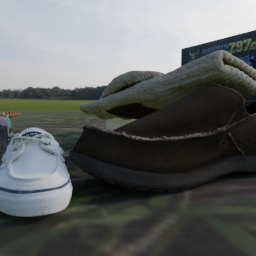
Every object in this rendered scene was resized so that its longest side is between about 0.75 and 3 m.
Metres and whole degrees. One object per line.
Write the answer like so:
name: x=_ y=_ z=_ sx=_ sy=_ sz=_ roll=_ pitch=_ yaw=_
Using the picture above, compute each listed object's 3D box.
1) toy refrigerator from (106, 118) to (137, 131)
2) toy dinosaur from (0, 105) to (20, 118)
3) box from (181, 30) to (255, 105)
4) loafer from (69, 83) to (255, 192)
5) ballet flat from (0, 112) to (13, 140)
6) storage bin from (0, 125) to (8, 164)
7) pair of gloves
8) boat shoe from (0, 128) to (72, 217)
toy refrigerator: x=0.279 y=-0.192 z=7.322 sx=1.613 sy=0.564 sz=0.612 roll=2 pitch=6 yaw=20
toy dinosaur: x=-5.103 y=-0.422 z=10.369 sx=1.923 sy=0.982 sz=1.305 roll=19 pitch=10 yaw=-29
box: x=2.474 y=-1.001 z=6.766 sx=0.739 sy=2.284 sz=2.896 roll=-3 pitch=5 yaw=-32
loafer: x=0.631 y=0.009 z=2.686 sx=2.437 sy=0.869 sz=0.889 roll=-2 pitch=5 yaw=-28
ballet flat: x=-3.238 y=-0.093 z=5.396 sx=2.005 sy=0.721 sz=0.721 roll=0 pitch=4 yaw=-1
storage bin: x=-1.747 y=0.205 z=3.104 sx=0.622 sy=0.431 sz=0.920 roll=0 pitch=3 yaw=-9
pair of gloves: x=1.036 y=-0.136 z=4.159 sx=2.891 sy=0.507 sz=2.458 roll=17 pitch=-14 yaw=-42
boat shoe: x=-0.782 y=0.241 z=2.202 sx=0.531 sy=0.482 sz=1.443 roll=-2 pitch=5 yaw=-24
